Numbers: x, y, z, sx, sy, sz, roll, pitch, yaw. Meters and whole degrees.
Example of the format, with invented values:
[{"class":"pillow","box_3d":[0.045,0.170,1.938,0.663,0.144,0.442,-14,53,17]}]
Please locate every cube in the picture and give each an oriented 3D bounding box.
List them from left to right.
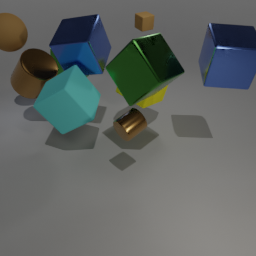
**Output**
[{"class":"cube","box_3d":[-1.945,-0.916,9.221,1.400,1.400,1.400,-23,36,25]},{"class":"cube","box_3d":[-2.575,-3.071,12.933,1.400,1.400,1.400,22,41,15]},{"class":"cube","box_3d":[-1.542,-2.754,9.461,1.400,1.400,1.400,0,55,18]},{"class":"cube","box_3d":[0.805,-5.260,13.819,0.700,0.700,0.700,-21,46,-25]},{"class":"cube","box_3d":[0.619,-1.788,10.572,1.400,1.400,1.400,33,34,25]},{"class":"cube","box_3d":[0.498,-1.712,8.209,1.400,1.400,1.400,-31,88,-45]},{"class":"cube","box_3d":[3.058,-2.172,8.508,1.400,1.400,1.400,4,47,0]}]

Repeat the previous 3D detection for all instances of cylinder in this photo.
[{"class":"cylinder","box_3d":[-3.572,-2.044,10.660,1.400,1.400,1.400,19,54,-29]},{"class":"cylinder","box_3d":[0.059,-0.094,7.847,0.700,0.700,0.700,-37,45,-20]}]

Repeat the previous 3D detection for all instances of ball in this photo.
[{"class":"ball","box_3d":[-4.529,-3.600,10.577,1.400,1.400,1.400,0,32,0]}]
